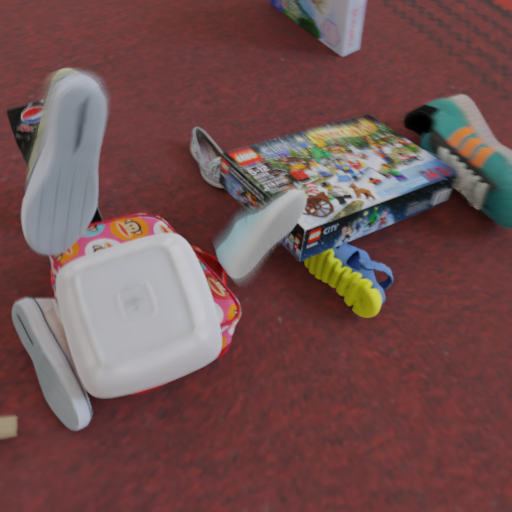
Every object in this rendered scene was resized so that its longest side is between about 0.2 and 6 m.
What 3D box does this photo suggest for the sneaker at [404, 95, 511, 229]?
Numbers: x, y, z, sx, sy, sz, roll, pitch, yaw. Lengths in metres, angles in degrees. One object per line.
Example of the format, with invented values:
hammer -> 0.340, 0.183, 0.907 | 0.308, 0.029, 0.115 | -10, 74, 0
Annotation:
sneaker -> 3.970, -1.759, 10.840 | 1.382, 1.235, 3.460 | -13, 50, -3

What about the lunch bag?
lunch bag -> -1.658, 0.544, 8.950 | 2.529, 1.176, 2.872 | -21, 55, -35

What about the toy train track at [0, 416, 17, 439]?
toy train track -> -4.087, 3.028, 7.834 | 1.393, 0.395, 2.429 | -4, 59, -11

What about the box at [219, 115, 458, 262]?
box -> 1.484, -1.413, 10.181 | 3.607, 0.680, 2.463 | -21, 49, -29

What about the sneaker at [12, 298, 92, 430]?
sneaker -> -2.946, 1.539, 8.625 | 0.804, 0.829, 2.271 | -12, 63, -44

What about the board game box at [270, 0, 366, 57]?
board game box -> 1.437, -6.811, 13.314 | 0.617, 2.997, 2.990 | -31, 59, -19

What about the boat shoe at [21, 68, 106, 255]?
boat shoe -> -2.708, -1.295, 7.950 | 0.971, 2.697, 0.836 | 7, 29, -33

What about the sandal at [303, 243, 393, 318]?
sandal -> 1.553, 0.135, 9.703 | 0.911, 0.832, 2.093 | -27, 63, -31

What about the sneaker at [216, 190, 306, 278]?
sneaker -> 0.009, -0.463, 8.458 | 1.651, 0.610, 0.677 | -44, 54, -1

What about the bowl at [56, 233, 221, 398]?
bowl -> -1.621, 0.727, 7.726 | 2.107, 0.786, 2.104 | -18, 75, -13

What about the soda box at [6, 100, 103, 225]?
soda box -> -3.431, -1.459, 9.735 | 0.878, 2.482, 0.786 | -20, 56, -14

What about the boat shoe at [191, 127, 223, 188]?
boat shoe -> -0.904, -1.974, 11.340 | 0.572, 0.497, 1.551 | -21, 57, -15
